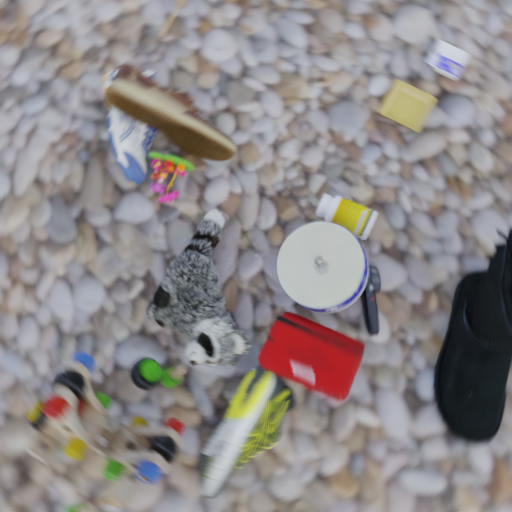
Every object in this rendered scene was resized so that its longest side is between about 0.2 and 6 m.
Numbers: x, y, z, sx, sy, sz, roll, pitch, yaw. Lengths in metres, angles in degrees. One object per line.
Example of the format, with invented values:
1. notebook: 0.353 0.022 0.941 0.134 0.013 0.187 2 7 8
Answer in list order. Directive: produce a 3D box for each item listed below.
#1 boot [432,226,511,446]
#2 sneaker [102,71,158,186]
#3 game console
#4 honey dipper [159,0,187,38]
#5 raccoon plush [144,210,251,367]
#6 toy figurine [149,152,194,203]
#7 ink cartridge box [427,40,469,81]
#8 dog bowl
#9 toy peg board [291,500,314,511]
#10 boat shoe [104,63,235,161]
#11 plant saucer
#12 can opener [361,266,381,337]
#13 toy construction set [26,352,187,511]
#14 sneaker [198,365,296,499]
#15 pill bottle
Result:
1. boot: 3.873 1.305 8.878 1.236 2.737 3.340 12 74 4
2. sneaker: -2.306 -2.624 10.992 1.110 0.948 2.517 -11 74 -3
3. game console: 0.968 1.655 9.500 1.541 0.915 1.328 21 68 12
4. honey dipper: -1.817 -5.213 12.169 0.216 0.216 1.139 25 78 7
5. raccoon plush: -0.645 0.609 9.917 1.864 1.346 2.782 28 75 0
6. toy figurine: -1.758 -1.462 10.819 0.906 0.680 0.834 18 83 -9
7. ink cartridge box: 4.044 -4.144 11.855 0.700 0.152 0.694 30 75 6
8. dog bowl: 1.196 0.210 10.096 1.598 0.629 1.598 -3 77 15
9. toy peg board: 0.848 4.821 8.954 1.188 0.581 1.183 36 77 9
10. boat shoe: -1.484 -2.752 10.664 2.658 0.959 0.957 25 67 -19
11. plant saucer: 3.083 -3.036 11.494 0.899 0.218 0.899 29 76 8
12. can opener: 2.077 0.798 10.224 0.527 0.425 1.340 -1 72 -3
13. toy construction set: -2.586 3.138 8.873 2.350 2.165 2.818 22 47 -34
14. sneaker: -0.114 3.046 9.316 0.993 0.874 2.347 31 88 -18
15. pill bottle: 1.694 -0.767 10.614 1.057 0.594 0.594 24 75 7
